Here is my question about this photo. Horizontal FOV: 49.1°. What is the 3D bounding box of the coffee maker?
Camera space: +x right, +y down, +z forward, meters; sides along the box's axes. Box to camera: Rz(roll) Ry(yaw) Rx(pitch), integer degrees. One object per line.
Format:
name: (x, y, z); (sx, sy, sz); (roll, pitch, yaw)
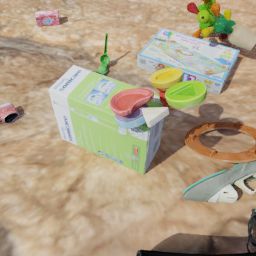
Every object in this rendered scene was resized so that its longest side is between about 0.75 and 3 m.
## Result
coffee maker: (1.245, 2.601, 4.655); (2.323, 1.565, 2.232); (2, 36, 0)

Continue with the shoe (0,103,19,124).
shoe: (-3.582, -0.290, 7.692); (1.106, 0.395, 0.503); (-30, 52, -27)

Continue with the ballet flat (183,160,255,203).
ballet flat: (2.342, 1.213, 6.164); (2.327, 0.784, 0.741); (-23, 59, -15)

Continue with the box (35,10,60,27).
box: (-3.177, -4.348, 11.084); (0.888, 0.420, 0.456); (-9, 51, -7)

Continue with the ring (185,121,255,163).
ring: (2.418, 0.239, 6.863); (2.016, 0.193, 2.016); (-5, 25, 2)

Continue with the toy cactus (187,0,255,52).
toy cactus: (3.140, -3.286, 9.325); (2.390, 1.481, 2.896); (41, 21, 17)

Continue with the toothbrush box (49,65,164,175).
toothbrush box: (-0.457, -0.179, 6.690); (2.458, 1.790, 1.058); (20, 53, 16)

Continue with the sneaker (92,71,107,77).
sneaker: (-1.149, -1.565, 8.661); (1.263, 0.501, 0.467); (9, 49, 21)

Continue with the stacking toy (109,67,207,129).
stacking toy: (0.603, -0.369, 5.130); (1.644, 0.694, 1.488); (-29, 34, -15)

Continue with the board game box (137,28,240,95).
board game box: (2.000, -2.312, 9.328); (2.850, 0.488, 1.916); (24, 54, 19)

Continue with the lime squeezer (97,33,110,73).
lime squeezer: (-0.778, -2.056, 9.037); (0.340, 0.637, 1.803); (13, 85, -11)
